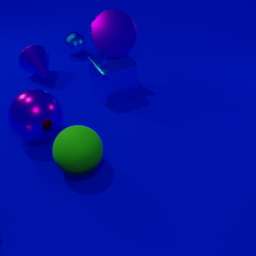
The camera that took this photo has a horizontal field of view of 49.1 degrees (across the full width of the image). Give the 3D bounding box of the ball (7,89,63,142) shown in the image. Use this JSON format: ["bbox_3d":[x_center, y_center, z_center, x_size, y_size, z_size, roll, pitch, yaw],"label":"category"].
[{"bbox_3d":[-2.283,-0.310,6.966,1.321,1.321,1.321,0,43,0],"label":"ball"}]

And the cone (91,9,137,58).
[{"bbox_3d":[-0.518,-2.827,8.537,1.313,1.313,1.318,-9,17,-9],"label":"cone"}]

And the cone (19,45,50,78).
[{"bbox_3d":[-2.807,-1.924,9.007,1.054,1.054,1.057,-24,57,-24],"label":"cone"}]

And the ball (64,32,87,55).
[{"bbox_3d":[-1.953,-3.121,10.381,0.839,0.839,0.839,0,43,0],"label":"ball"}]

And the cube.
[{"bbox_3d":[-0.452,-1.555,8.461,1.129,1.129,1.129,-20,46,-20],"label":"cube"}]

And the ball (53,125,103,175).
[{"bbox_3d":[-1.107,0.493,6.229,1.103,1.103,1.103,0,43,0],"label":"ball"}]
